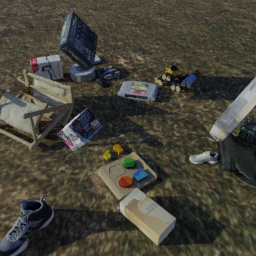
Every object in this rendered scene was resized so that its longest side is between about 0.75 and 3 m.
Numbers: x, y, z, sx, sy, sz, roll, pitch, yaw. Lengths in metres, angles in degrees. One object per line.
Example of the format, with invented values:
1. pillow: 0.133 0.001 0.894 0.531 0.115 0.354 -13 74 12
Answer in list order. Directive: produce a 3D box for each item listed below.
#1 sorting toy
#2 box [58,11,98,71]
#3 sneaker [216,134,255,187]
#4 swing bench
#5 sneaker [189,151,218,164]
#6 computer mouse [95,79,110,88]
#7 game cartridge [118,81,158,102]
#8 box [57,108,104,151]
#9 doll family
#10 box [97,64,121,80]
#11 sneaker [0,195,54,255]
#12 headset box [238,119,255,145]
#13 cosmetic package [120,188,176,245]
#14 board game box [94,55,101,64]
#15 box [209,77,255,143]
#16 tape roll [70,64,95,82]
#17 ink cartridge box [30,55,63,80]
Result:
1. sorting toy: -0.221 1.400 10.043 1.625 0.292 2.181 -25 48 -25
2. box: -2.089 -3.727 12.039 0.530 1.640 2.079 -21 51 29
3. sneaker: 4.030 0.917 10.283 1.322 0.761 2.536 5 47 8
4. swing bench: -4.067 -0.876 11.573 2.690 1.755 2.705 21 41 23
5. sneaker: 2.797 1.036 10.307 1.058 0.487 0.401 -2 41 -2
6. computer mouse: -1.349 -2.337 14.263 0.781 0.206 0.541 30 51 29
7. game cartridge: 0.523 -1.822 13.616 1.790 0.366 1.191 8 39 9
8. box: -1.282 0.063 7.351 0.653 1.138 0.752 48 62 -9
9. doll family: 2.568 -2.571 14.089 2.351 0.923 1.359 30 45 22
10. box: -1.011 -2.984 14.968 0.970 0.241 0.962 -25 47 -25
11. sneaker: -3.020 2.733 7.949 0.737 1.112 1.954 27 49 27
12. headset box: 5.018 0.156 11.317 0.955 0.443 0.831 27 49 27
13. cosmetic package: 0.575 2.635 8.473 1.577 0.561 0.830 32 51 30
14. board game box: -2.143 -3.877 15.993 0.975 0.178 0.737 -20 45 -21
15. box: 3.435 -0.612 8.445 0.523 1.715 2.165 41 86 16
16. tape roll: -2.402 -2.948 14.775 1.307 0.432 1.307 0 43 0
17. ink cartridge box: -4.139 -3.055 14.396 1.485 1.079 0.619 -12 44 -13
